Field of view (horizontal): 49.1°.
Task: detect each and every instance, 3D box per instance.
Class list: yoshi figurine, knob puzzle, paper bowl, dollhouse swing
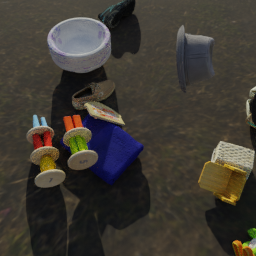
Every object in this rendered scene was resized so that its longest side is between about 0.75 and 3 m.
[{"bbox_3d":[3.979,3.229,8.086,1.746,0.977,0.981,-11,47,-12],"label":"yoshi figurine"},{"bbox_3d":[-1.001,-0.588,10.959,1.757,0.244,1.757,24,19,-9],"label":"knob puzzle"},{"bbox_3d":[-2.154,-3.655,12.842,2.781,1.446,2.781,-1,56,1],"label":"paper bowl"},{"bbox_3d":[2.974,1.689,8.941,0.962,0.995,1.095,20,92,-14],"label":"dollhouse swing"}]

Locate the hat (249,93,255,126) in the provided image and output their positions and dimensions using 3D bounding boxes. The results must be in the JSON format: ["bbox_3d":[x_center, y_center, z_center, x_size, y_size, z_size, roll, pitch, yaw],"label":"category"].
[{"bbox_3d":[4.364,-0.652,8.943,1.683,1.683,0.679,-24,16,-17],"label":"hat"}]

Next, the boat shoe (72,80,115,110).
[{"bbox_3d":[-1.401,-1.520,11.771,2.094,0.676,0.746,-36,61,-24],"label":"boat shoe"}]

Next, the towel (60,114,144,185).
[{"bbox_3d":[-0.943,0.669,10.232,2.594,0.643,1.916,35,67,23],"label":"towel"}]

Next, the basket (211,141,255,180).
[{"bbox_3d":[3.641,1.108,9.726,1.307,0.806,0.886,17,55,11],"label":"basket"}]

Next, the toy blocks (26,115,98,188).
[{"bbox_3d":[-2.434,0.352,9.836,2.317,1.009,2.779,-30,56,8],"label":"toy blocks"}]

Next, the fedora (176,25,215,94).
[{"bbox_3d":[2.198,-2.186,8.924,1.089,2.412,2.133,-1,91,17],"label":"fedora"}]

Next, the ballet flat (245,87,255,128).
[{"bbox_3d":[5.375,-1.173,11.350,0.953,1.029,2.919,15,52,20],"label":"ballet flat"}]

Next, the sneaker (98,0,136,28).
[{"bbox_3d":[-0.561,-6.507,15.326,1.042,0.991,2.628,29,58,22],"label":"sneaker"}]
